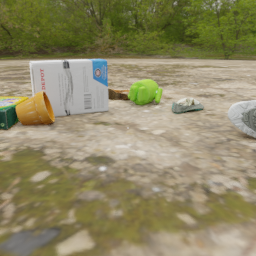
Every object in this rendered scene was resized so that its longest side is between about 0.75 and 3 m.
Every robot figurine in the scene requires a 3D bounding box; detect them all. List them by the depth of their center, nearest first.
[{"bbox_3d":[0.758,-1.654,12.763,1.605,1.058,1.829,8,19,25],"label":"robot figurine"}]

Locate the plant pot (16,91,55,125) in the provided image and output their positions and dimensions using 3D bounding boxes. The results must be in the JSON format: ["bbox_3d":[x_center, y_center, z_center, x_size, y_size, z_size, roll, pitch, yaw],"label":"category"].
[{"bbox_3d":[-3.152,-0.573,9.453,1.007,1.100,1.100,-18,19,-4],"label":"plant pot"}]

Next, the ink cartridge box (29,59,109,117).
[{"bbox_3d":[-2.276,-1.607,10.922,2.816,2.036,1.186,-7,18,-22],"label":"ink cartridge box"}]

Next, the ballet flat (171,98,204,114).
[{"bbox_3d":[2.479,-0.950,11.326,1.710,0.545,0.576,-11,20,-32],"label":"ballet flat"}]

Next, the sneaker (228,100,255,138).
[{"bbox_3d":[4.355,-0.250,8.521,2.852,1.111,1.417,9,11,0],"label":"sneaker"}]

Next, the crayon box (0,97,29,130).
[{"bbox_3d":[-4.650,-0.637,10.067,1.664,0.683,2.647,0,17,-1],"label":"crayon box"}]

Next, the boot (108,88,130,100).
[{"bbox_3d":[-0.451,-1.753,13.939,1.417,0.544,1.100,6,18,18],"label":"boot"}]
